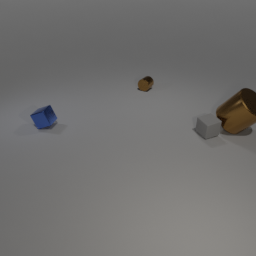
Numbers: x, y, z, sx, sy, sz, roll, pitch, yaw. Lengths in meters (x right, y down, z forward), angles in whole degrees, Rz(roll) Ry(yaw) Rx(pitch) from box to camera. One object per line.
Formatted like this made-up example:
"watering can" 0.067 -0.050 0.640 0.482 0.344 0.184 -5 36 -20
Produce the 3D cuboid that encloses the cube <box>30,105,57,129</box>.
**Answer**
"cube" -3.607 -0.473 12.040 0.700 0.700 0.700 -14 24 21

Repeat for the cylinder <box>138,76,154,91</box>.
"cylinder" 1.009 -2.516 15.868 0.700 0.700 0.700 15 33 25

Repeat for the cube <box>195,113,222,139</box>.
"cube" 3.261 -0.079 11.388 0.700 0.700 0.700 -16 39 -19

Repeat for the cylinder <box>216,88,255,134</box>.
"cylinder" 4.559 -0.664 11.328 1.400 1.400 1.400 15 55 -23
